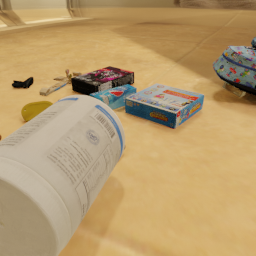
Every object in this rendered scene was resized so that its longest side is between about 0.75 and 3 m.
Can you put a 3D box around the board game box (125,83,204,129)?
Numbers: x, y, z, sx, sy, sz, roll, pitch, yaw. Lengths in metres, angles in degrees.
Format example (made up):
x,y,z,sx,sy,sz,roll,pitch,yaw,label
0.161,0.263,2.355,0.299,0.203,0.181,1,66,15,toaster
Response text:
x,y,z,sx,sy,sz,roll,pitch,yaw,label
1.255,-0.832,9.574,1.987,0.555,1.945,21,34,34,board game box

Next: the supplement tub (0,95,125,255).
x,y,z,sx,sy,sz,roll,pitch,yaw,label
-1.367,0.724,5.226,1.949,1.949,2.955,9,29,16,supplement tub

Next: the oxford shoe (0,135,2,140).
x,y,z,sx,sy,sz,roll,pitch,yaw,label
-3.518,0.581,7.183,0.511,0.511,1.433,25,25,-14,oxford shoe

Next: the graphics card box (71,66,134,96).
x,y,z,sx,sy,sz,roll,pitch,yaw,label
-1.000,-1.959,11.643,1.473,0.597,2.348,22,36,34,graphics card box

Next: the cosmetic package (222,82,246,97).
x,y,z,sx,sy,sz,roll,pitch,yaw,label
4.188,-1.562,10.991,0.836,0.297,0.440,37,38,28,cosmetic package

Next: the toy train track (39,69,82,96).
x,y,z,sx,sy,sz,roll,pitch,yaw,label
-2.824,-2.051,11.987,1.564,0.444,2.728,11,31,19,toy train track

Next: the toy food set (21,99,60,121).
x,y,z,sx,sy,sz,roll,pitch,yaw,label
-2.774,-0.478,9.160,1.299,0.424,0.764,-9,53,-12,toy food set

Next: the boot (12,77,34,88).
x,y,z,sx,sy,sz,roll,pitch,yaw,label
-4.477,-1.960,11.917,0.716,0.326,0.853,5,35,1,boot

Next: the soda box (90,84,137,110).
x,y,z,sx,sy,sz,roll,pitch,yaw,label
-0.497,-1.056,9.967,1.699,0.576,0.545,-21,34,-34,soda box

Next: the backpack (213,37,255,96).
x,y,z,sx,sy,sz,roll,pitch,yaw,label
4.692,-2.355,10.502,2.712,1.824,2.476,20,31,3,backpack
